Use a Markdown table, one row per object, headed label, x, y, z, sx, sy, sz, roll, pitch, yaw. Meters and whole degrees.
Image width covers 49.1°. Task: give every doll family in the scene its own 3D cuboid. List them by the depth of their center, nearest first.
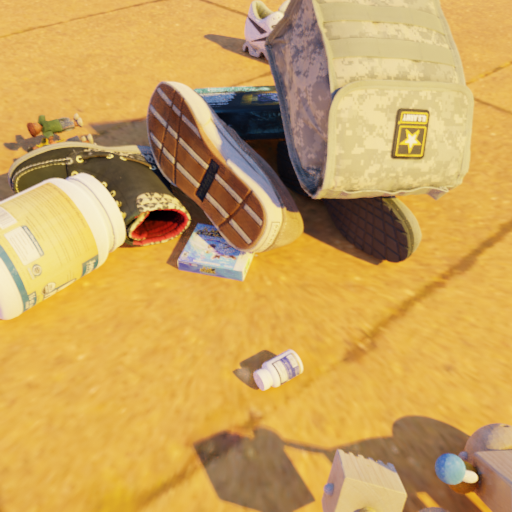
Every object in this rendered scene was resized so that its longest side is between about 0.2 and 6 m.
| label | x | y | z | sx | sy | sz | roll | pitch | yaw |
| --- | --- | --- | --- | --- | --- | --- | --- | --- | --- |
| doll family | -3.526 | -1.799 | 10.097 | 1.152 | 0.782 | 1.993 | -18 | 47 | -26 |

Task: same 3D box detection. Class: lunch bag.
| label | x | y | z | sx | sy | sz | roll | pitch | yaw |
| --- | --- | --- | --- | --- | --- | --- | --- | --- | --- |
| lunch bag | 1.628 | -2.151 | 7.785 | 2.346 | 1.682 | 2.861 | -5 | 75 | -23 |

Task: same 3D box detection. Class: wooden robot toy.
| label | x | y | z | sx | sy | sz | roll | pitch | yaw |
| --- | --- | --- | --- | --- | --- | --- | --- | --- | --- |
| wooden robot toy | 2.313 | 2.306 | 5.338 | 3.461 | 1.525 | 1.570 | -1 | 6 | -1 |

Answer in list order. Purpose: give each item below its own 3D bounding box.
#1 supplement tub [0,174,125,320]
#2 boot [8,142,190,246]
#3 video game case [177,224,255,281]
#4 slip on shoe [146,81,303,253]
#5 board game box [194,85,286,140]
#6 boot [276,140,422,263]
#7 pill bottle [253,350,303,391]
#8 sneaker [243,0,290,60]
| label | x | y | z | sx | sy | sz | roll | pitch | yaw |
| --- | --- | --- | --- | --- | --- | --- | --- | --- | --- |
| supplement tub | -2.965 | -0.197 | 7.721 | 1.424 | 1.424 | 1.969 | 30 | 49 | 30 |
| boot | -2.461 | -0.967 | 8.881 | 2.609 | 0.942 | 1.971 | -8 | 41 | -23 |
| video game case | -0.557 | -0.074 | 8.497 | 1.011 | 0.230 | 0.917 | 10 | 41 | 11 |
| slip on shoe | -0.538 | -1.446 | 8.819 | 1.063 | 1.334 | 3.510 | -6 | 45 | -47 |
| board game box | 0.390 | -2.763 | 10.567 | 3.936 | 0.554 | 2.662 | 1 | 26 | 11 |
| boot | 2.057 | -1.376 | 9.286 | 2.241 | 1.162 | 3.431 | -20 | 43 | -22 |
| pill bottle | 0.257 | 1.387 | 6.743 | 0.545 | 0.326 | 0.326 | -24 | 46 | -24 |
| sneaker | 1.006 | -5.429 | 13.771 | 3.272 | 1.448 | 1.212 | 26 | 46 | 25 |
